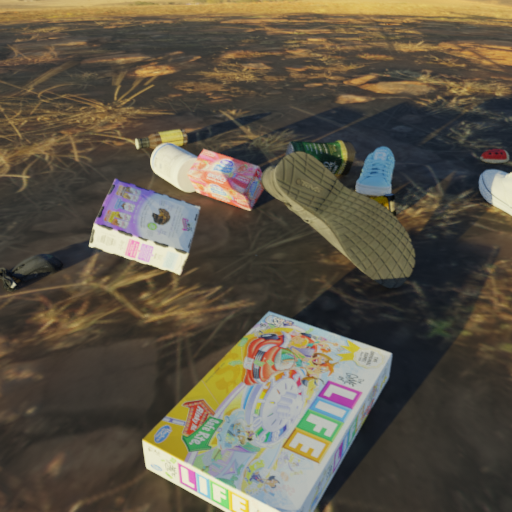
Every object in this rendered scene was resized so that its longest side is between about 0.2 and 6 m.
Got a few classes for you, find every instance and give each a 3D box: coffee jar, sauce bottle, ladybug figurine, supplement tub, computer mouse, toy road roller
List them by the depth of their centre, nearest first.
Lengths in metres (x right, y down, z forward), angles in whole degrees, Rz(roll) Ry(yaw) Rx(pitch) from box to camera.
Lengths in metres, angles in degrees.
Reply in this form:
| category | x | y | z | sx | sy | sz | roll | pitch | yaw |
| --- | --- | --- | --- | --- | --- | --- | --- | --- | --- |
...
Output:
| category | x | y | z | sx | sy | sz | roll | pitch | yaw |
| --- | --- | --- | --- | --- | --- | --- | --- | --- | --- |
| computer mouse | -4.402 | 0.235 | 10.948 | 1.223 | 0.322 | 0.847 | -22 | 36 | -32 |
| toy road roller | 2.819 | -1.116 | 13.097 | 0.892 | 0.548 | 0.651 | -25 | 24 | -37 |
| supplement tub | -2.046 | -2.336 | 14.732 | 0.963 | 0.963 | 1.460 | -21 | 37 | -31 |
| coffee jar | 1.741 | -2.618 | 15.113 | 1.827 | 0.952 | 0.779 | -5 | 54 | -14 |
| ladybug figurine | 6.983 | -2.922 | 16.376 | 0.874 | 0.315 | 0.594 | -7 | 31 | -13 |
| sauce bottle | -2.929 | -3.578 | 17.306 | 1.579 | 0.511 | 0.511 | -13 | 33 | -25 |

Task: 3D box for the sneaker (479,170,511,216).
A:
| category | x | y | z | sx | sy | sz | roll | pitch | yaw |
| --- | --- | --- | --- | --- | --- | --- | --- | --- | --- |
| sneaker | 6.341 | -1.554 | 13.248 | 1.124 | 1.090 | 3.079 | -5 | 31 | -8 |

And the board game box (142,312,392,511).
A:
| category | x | y | z | sx | sy | sz | roll | pitch | yaw |
| --- | --- | --- | --- | --- | --- | --- | --- | --- | --- |
| board game box | 0.302 | 2.048 | 7.604 | 2.101 | 0.535 | 3.126 | 16 | 34 | 26 |

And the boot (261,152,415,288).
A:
| category | x | y | z | sx | sy | sz | roll | pitch | yaw |
| --- | --- | --- | --- | --- | --- | --- | --- | --- | --- |
| boot | 1.602 | -0.778 | 11.212 | 1.168 | 3.347 | 2.203 | -44 | 4 | -3 |

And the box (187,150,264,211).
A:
| category | x | y | z | sx | sy | sz | roll | pitch | yaw |
| --- | --- | --- | --- | --- | --- | --- | --- | --- | --- |
| box | -0.715 | -1.865 | 13.658 | 1.667 | 0.789 | 0.855 | 22 | 68 | 25 |

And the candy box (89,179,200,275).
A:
| category | x | y | z | sx | sy | sz | roll | pitch | yaw |
| --- | --- | --- | --- | --- | --- | --- | --- | --- | --- |
| candy box | -2.027 | -0.558 | 10.440 | 1.720 | 0.615 | 1.442 | 18 | 40 | -9 |

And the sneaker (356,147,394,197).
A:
| category | x | y | z | sx | sy | sz | roll | pitch | yaw |
| --- | --- | --- | --- | --- | --- | --- | --- | --- | --- |
| sneaker | 3.048 | -2.217 | 14.266 | 0.910 | 1.008 | 2.461 | 4 | 24 | 12 |
